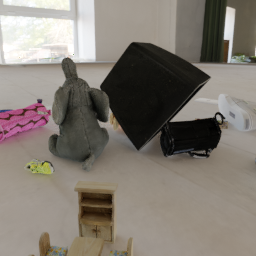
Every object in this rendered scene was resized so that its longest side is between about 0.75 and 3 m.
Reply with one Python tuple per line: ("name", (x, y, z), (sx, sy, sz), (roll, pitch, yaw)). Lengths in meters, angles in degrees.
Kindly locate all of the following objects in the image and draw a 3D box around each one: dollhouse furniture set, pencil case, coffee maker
("dollhouse furniture set", (-0.599, 1.616, 4.169), (1.351, 1.024, 1.542), (2, 17, 6))
("pencil case", (-3.975, -0.264, 10.164), (1.141, 1.105, 2.435), (2, 19, 28))
("coffee maker", (1.793, 0.157, 8.163), (1.529, 1.468, 1.030), (-6, 34, -14))

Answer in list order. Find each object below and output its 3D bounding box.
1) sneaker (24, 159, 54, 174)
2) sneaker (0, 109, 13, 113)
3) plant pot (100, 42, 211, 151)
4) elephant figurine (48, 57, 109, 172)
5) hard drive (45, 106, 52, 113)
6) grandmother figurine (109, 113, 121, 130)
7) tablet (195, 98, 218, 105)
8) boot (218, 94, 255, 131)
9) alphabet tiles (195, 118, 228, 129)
("sneaker", (-2.279, 1.053, 7.235), (0.964, 0.363, 0.368), (0, 21, 37))
("sneaker", (-4.990, -0.162, 10.590), (0.872, 1.037, 2.646), (-25, -9, 19))
("plant pot", (0.747, -1.311, 9.241), (2.415, 2.722, 2.715), (43, 27, 8))
("elephant figurine", (-1.500, -0.563, 8.152), (2.186, 2.817, 1.994), (9, 19, 26))
("hard drive", (-3.460, -0.967, 13.902), (1.471, 0.196, 0.970), (-11, 20, -32))
("grandmother figurine", (0.421, -0.354, 11.293), (2.258, 0.684, 1.369), (-4, 39, -22))
("tablet", (4.628, -1.532, 15.897), (1.426, 0.097, 0.928), (14, 22, 39))
("boot", (4.831, -0.698, 11.602), (1.350, 1.039, 2.826), (-5, 28, -4))
("alphabet tiles", (3.358, -0.118, 11.408), (1.376, 0.062, 1.646), (6, 19, 18))
